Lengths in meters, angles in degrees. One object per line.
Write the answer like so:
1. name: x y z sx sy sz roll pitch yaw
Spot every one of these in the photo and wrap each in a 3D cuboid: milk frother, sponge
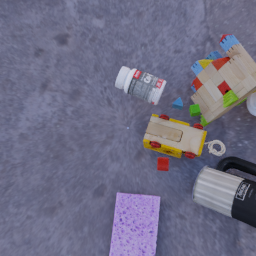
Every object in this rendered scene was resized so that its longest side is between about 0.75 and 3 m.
1. milk frother: 3.046 2.017 7.835 1.851 1.968 1.776 17 40 37
2. sponge: 0.182 3.063 8.026 1.287 0.344 2.307 7 77 -3

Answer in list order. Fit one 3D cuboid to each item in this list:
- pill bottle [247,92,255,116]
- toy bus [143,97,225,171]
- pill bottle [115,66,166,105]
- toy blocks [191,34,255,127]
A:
1. pill bottle: 4.639 -0.730 8.366 1.878 1.061 1.061 9 77 -17
2. toy bus: 1.461 0.365 8.298 1.930 1.057 2.045 -25 69 -3
3. pill bottle: 0.346 -1.214 7.867 1.293 0.736 0.736 23 78 3
4. toy blocks: 2.637 -1.434 8.152 1.292 2.585 1.767 -20 72 -37
